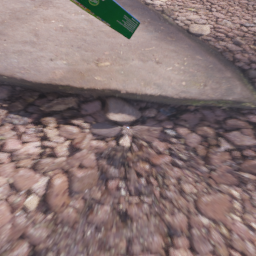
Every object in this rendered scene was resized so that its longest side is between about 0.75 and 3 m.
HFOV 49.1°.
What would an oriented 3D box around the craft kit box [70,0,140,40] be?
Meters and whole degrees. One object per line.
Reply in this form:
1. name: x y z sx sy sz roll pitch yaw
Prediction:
1. craft kit box: -1.240 -3.229 6.532 2.458 0.596 2.428 19 23 -48
